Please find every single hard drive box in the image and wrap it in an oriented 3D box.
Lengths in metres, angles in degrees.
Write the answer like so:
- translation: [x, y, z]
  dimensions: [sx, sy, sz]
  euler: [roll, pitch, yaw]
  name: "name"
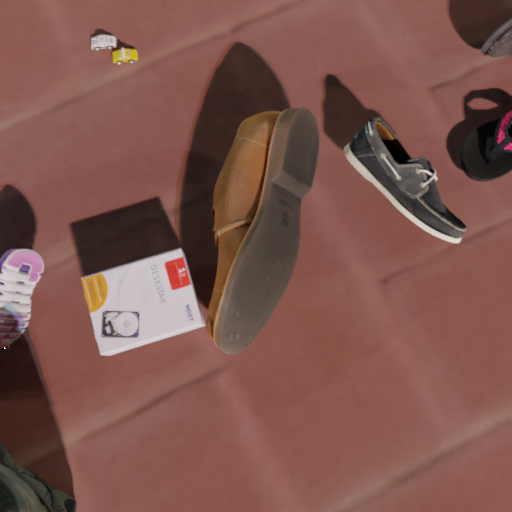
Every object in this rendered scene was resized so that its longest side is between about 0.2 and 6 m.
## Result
- translation: [-1.563, 0.648, 7.841]
  dimensions: [1.438, 0.552, 1.121]
  euler: [-18, 80, -4]
  name: "hard drive box"

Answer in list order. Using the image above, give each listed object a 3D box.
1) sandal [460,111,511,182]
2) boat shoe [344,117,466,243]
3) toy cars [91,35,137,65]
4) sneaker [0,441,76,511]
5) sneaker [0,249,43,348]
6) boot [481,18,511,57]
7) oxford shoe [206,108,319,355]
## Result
- translation: [4.089, -1.915, 8.556]
  dimensions: [2.267, 0.511, 0.851]
  euler: [-30, 80, -8]
  name: "sandal"
- translation: [2.251, -1.074, 8.113]
  dimensions: [2.182, 0.783, 0.738]
  euler: [48, 122, 11]
  name: "boat shoe"
- translation: [-2.326, -3.388, 9.115]
  dimensions: [0.854, 0.189, 0.383]
  euler: [33, 77, 8]
  name: "toy cars"
- translation: [-3.432, 2.878, 6.978]
  dimensions: [3.305, 1.893, 1.263]
  euler: [25, 58, 34]
  name: "sneaker"
- translation: [-3.515, 0.551, 7.920]
  dimensions: [0.674, 0.613, 1.524]
  euler: [27, 96, 48]
  name: "sneaker"
- translation: [4.796, -2.913, 8.691]
  dimensions: [2.145, 0.742, 1.867]
  euler: [-16, 74, -6]
  name: "boot"
- translation: [-0.126, -0.390, 8.013]
  dimensions: [1.273, 1.274, 3.571]
  euler: [8, 75, 32]
  name: "oxford shoe"
